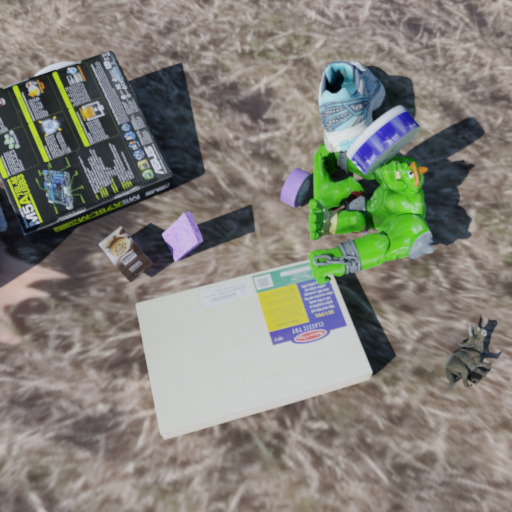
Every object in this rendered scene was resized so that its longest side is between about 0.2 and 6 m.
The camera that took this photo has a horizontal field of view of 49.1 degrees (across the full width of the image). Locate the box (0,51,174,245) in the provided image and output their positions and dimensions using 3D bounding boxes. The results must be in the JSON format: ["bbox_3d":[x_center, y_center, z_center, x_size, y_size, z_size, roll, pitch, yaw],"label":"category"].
[{"bbox_3d":[-3.650,-2.233,11.221,3.046,0.749,3.154,-25,78,-10],"label":"box"}]

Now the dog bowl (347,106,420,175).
[{"bbox_3d":[2.174,-1.959,9.586,1.231,1.231,0.485,-35,80,-17],"label":"dog bowl"}]

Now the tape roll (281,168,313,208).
[{"bbox_3d":[0.805,-1.341,11.065,0.314,0.739,0.739,29,66,16],"label":"tape roll"}]

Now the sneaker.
[{"bbox_3d":[1.897,-3.419,11.311,1.201,1.336,3.095,-9,38,19],"label":"sneaker"}]

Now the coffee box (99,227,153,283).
[{"bbox_3d":[-2.412,-0.031,10.360,0.550,0.388,0.972,-40,52,-9],"label":"coffee box"}]

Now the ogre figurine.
[{"bbox_3d":[2.081,-0.984,10.406,2.114,1.730,3.526,0,27,8],"label":"ogre figurine"}]

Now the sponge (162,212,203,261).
[{"bbox_3d":[-1.361,-0.338,10.284,0.159,1.067,0.595,-21,82,-36],"label":"sponge"}]

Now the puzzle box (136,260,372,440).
[{"bbox_3d":[-0.096,1.490,9.686,3.601,0.458,2.396,-14,59,-7],"label":"puzzle box"}]

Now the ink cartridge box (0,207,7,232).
[{"bbox_3d":[-5.463,-0.879,10.861,0.982,0.213,0.964,-5,57,-44],"label":"ink cartridge box"}]

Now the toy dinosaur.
[{"bbox_3d":[3.562,1.879,9.625,1.359,0.523,0.695,-42,56,-12],"label":"toy dinosaur"}]

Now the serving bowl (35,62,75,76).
[{"bbox_3d":[-4.188,-3.604,12.317,1.901,0.625,1.901,0,63,0],"label":"serving bowl"}]
